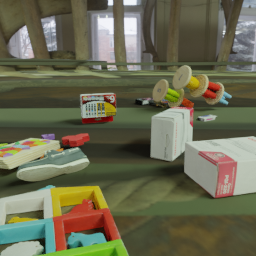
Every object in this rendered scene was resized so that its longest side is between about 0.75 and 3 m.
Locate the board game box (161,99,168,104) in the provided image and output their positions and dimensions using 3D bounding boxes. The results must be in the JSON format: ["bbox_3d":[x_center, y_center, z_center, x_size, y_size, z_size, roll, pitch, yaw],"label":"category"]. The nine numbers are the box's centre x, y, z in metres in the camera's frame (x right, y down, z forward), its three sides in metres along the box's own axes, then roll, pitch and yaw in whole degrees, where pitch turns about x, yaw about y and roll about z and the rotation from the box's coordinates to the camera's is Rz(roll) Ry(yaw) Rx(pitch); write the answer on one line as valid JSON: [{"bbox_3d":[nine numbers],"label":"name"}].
[{"bbox_3d":[2.110,-1.524,15.154,0.845,0.215,1.248,4,15,14],"label":"board game box"}]

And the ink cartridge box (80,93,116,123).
[{"bbox_3d":[-1.072,-0.693,10.192,1.234,1.083,0.517,-5,12,-15],"label":"ink cartridge box"}]

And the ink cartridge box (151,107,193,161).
[{"bbox_3d":[1.152,0.099,7.191,0.616,1.072,1.477,8,17,30],"label":"ink cartridge box"}]

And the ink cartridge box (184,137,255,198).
[{"bbox_3d":[2.172,0.703,5.570,1.735,0.736,1.264,-5,15,-15],"label":"ink cartridge box"}]

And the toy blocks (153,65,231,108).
[{"bbox_3d":[2.959,-1.484,12.664,2.912,1.057,2.427,19,-27,-29],"label":"toy blocks"}]

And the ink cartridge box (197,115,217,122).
[{"bbox_3d":[3.118,-0.392,10.972,0.772,0.143,0.366,-12,18,-32],"label":"ink cartridge box"}]

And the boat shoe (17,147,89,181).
[{"bbox_3d":[-1.529,0.696,5.692,1.537,0.559,0.475,-6,58,-42],"label":"boat shoe"}]

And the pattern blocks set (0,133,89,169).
[{"bbox_3d":[-2.538,0.542,6.623,2.554,0.235,2.905,-1,13,22],"label":"pattern blocks set"}]

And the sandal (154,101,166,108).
[{"bbox_3d":[1.552,-1.167,13.825,0.365,0.246,0.909,-11,33,-28],"label":"sandal"}]

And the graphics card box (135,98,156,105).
[{"bbox_3d":[0.985,-1.381,14.516,1.057,0.269,0.663,-9,17,-28],"label":"graphics card box"}]

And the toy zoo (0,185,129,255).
[{"bbox_3d":[-1.035,1.383,3.890,1.641,0.256,2.501,-4,16,-16],"label":"toy zoo"}]
